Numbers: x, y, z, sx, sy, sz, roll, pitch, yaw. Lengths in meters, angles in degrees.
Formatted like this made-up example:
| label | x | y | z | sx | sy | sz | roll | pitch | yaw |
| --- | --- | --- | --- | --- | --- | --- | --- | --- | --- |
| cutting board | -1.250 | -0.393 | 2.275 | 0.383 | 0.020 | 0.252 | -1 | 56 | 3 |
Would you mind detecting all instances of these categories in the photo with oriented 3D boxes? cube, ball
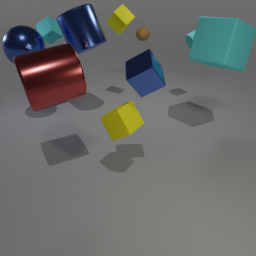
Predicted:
| label | x | y | z | sx | sy | sz | roll | pitch | yaw |
| --- | --- | --- | --- | --- | --- | --- | --- | --- | --- |
| cube | 0.412 | -1.302 | 6.714 | 0.700 | 0.700 | 0.700 | -24 | 46 | 23 |
| cube | -0.295 | -4.362 | 11.281 | 0.700 | 0.700 | 0.700 | 43 | 58 | -10 |
| cube | 3.101 | -2.761 | 9.257 | 1.400 | 1.400 | 1.400 | 0 | 17 | -44 |
| ball | -3.576 | -2.805 | 9.683 | 1.400 | 1.400 | 1.400 | 0 | 30 | 0 |
| cube | -3.233 | -4.019 | 11.545 | 0.700 | 0.700 | 0.700 | -24 | -15 | 23 |
| ball | 0.755 | -4.765 | 14.178 | 0.700 | 0.700 | 0.700 | 0 | 30 | 0 |
| cube | -0.152 | -0.192 | 7.300 | 0.700 | 0.700 | 0.700 | -20 | 13 | 41 |

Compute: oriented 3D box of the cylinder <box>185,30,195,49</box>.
| label | x | y | z | sx | sy | sz | roll | pitch | yaw |
| --- | --- | --- | --- | --- | --- | --- | --- | --- | --- |
| cylinder | 2.886 | -3.740 | 11.749 | 0.700 | 0.700 | 0.700 | -31 | 35 | -5 |

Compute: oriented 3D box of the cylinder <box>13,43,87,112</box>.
| label | x | y | z | sx | sy | sz | roll | pitch | yaw |
| --- | --- | --- | --- | --- | --- | --- | --- | --- | --- |
| cylinder | -1.925 | -1.261 | 6.996 | 1.400 | 1.400 | 1.400 | -20 | 34 | -17 |

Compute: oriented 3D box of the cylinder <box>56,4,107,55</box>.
| label | x | y | z | sx | sy | sz | roll | pitch | yaw |
| --- | --- | --- | --- | --- | --- | --- | --- | --- | --- |
| cylinder | -1.672 | -3.539 | 10.183 | 1.400 | 1.400 | 1.400 | -22 | 16 | 6 |
